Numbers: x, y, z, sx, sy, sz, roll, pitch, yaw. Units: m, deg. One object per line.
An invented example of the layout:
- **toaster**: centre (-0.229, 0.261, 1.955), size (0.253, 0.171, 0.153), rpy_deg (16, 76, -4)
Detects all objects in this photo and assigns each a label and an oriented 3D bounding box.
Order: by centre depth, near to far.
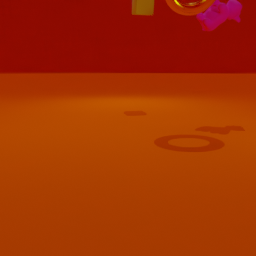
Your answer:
- **ring**: centre (1.738, -3.872, 7.557), size (1.627, 1.627, 0.325), rpy_deg (0, 40, -1)
- **cow figurine**: centre (2.923, -3.541, 8.868), size (1.306, 1.327, 0.728), rpy_deg (19, 33, -53)
- **cube**: centre (0.627, -5.178, 11.822), size (0.756, 0.756, 0.756), rpy_deg (-3, 22, -14)
